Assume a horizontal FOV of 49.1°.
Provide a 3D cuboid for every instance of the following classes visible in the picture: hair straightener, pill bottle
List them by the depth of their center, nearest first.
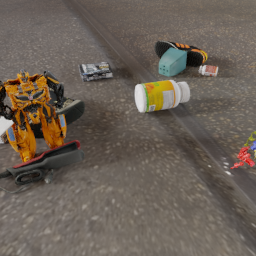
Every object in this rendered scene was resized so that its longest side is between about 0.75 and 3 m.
[{"bbox_3d":[-2.658,1.216,8.463,2.841,0.581,1.093,-16,41,-20],"label":"hair straightener"},{"bbox_3d":[1.387,-1.321,11.286,2.028,1.126,1.126,-10,39,-13],"label":"pill bottle"},{"bbox_3d":[3.950,-2.818,13.750,0.858,0.481,0.481,13,40,15],"label":"pill bottle"}]

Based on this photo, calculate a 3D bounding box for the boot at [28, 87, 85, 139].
[{"bbox_3d":[-3.188,-0.657,10.553,1.995,0.954,2.642,27,38,27],"label":"boot"}]

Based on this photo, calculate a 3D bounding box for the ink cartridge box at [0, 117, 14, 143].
[{"bbox_3d":[-4.805,0.062,10.275,1.533,0.384,1.244,-2,35,24],"label":"ink cartridge box"}]

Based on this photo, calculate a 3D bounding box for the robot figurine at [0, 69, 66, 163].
[{"bbox_3d":[-2.836,-0.339,8.531,2.138,2.949,0.858,-18,40,-21],"label":"robot figurine"}]

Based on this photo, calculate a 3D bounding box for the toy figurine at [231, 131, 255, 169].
[{"bbox_3d":[4.435,0.916,8.915,1.297,1.142,2.166,43,52,6],"label":"toy figurine"}]

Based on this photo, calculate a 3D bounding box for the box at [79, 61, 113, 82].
[{"bbox_3d":[-1.593,-2.791,13.787,1.522,0.379,1.201,-9,39,-10],"label":"box"}]

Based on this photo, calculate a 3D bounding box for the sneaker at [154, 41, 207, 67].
[{"bbox_3d":[2.834,-4.012,15.017,2.890,1.011,1.300,24,32,25],"label":"sneaker"}]

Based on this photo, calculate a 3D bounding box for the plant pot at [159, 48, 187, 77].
[{"bbox_3d":[2.145,-3.181,13.911,0.955,0.955,1.351,26,51,29],"label":"plant pot"}]
